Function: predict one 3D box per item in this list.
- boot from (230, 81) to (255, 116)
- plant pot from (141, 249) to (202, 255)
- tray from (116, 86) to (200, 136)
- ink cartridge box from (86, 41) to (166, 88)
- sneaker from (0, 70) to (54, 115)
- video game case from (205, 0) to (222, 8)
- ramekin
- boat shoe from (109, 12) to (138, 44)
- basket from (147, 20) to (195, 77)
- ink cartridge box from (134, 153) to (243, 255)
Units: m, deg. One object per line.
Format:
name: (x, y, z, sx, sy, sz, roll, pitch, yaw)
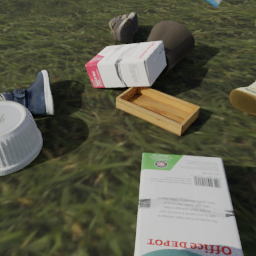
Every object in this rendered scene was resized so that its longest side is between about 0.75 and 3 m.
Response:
boot: (4.579, -0.800, 8.489, 1.811, 0.844, 2.342, -26, 45, -30)
plant pot: (0.583, 2.648, 3.341, 2.260, 2.260, 1.814, 4, 30, 5)
tray: (0.884, -0.626, 8.591, 2.304, 0.427, 1.136, 25, 46, 28)
ink cartridge box: (-0.019, -2.158, 9.563, 2.247, 0.948, 1.627, 3, 38, 30)
sneaker: (-3.206, -1.136, 8.879, 1.542, 0.811, 2.134, -8, 41, -14)
video game case: (2.364, -3.920, 7.173, 0.956, 1.336, 0.119, 16, 32, -31)
ramekin: (-3.278, 0.163, 7.145, 1.982, 1.040, 1.982, 0, 40, 0)
boat shoe: (-0.291, -4.575, 12.989, 1.090, 1.108, 2.974, 0, 30, 16)
basket: (1.393, -2.990, 10.723, 1.877, 1.416, 2.082, 26, 49, 8)
ink cartridge box: (1.042, 1.654, 5.374, 1.721, 0.993, 2.355, 4, 40, 5)
